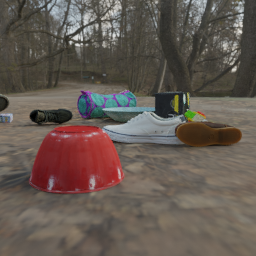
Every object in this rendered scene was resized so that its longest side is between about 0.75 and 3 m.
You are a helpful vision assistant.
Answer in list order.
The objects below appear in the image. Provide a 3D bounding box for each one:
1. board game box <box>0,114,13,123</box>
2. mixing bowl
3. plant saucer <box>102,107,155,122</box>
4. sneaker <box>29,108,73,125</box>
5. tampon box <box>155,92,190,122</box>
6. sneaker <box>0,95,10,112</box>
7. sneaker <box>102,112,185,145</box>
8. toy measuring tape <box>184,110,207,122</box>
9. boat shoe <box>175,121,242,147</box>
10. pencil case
[{"bbox_3d":[-4.691,-0.361,10.427,0.875,0.270,0.874,-4,8,-31],"label":"board game box"},{"bbox_3d":[-0.675,0.339,3.786,1.272,0.689,1.272,1,8,0],"label":"mixing bowl"},{"bbox_3d":[0.214,-0.526,10.926,2.434,0.469,2.434,0,7,0],"label":"plant saucer"},{"bbox_3d":[-2.603,-0.371,9.422,1.440,0.550,0.825,3,11,-7],"label":"sneaker"},{"bbox_3d":[1.519,-0.653,9.425,0.933,1.107,1.478,2,8,19],"label":"tampon box"},{"bbox_3d":[-6.141,-0.801,11.790,2.605,0.974,1.384,-18,23,-39],"label":"sneaker"},{"bbox_3d":[0.363,-0.039,6.442,1.976,0.699,0.722,1,8,10],"label":"sneaker"},{"bbox_3d":[2.201,-0.106,8.159,0.566,0.566,1.538,-4,25,-29],"label":"toy measuring tape"},{"bbox_3d":[1.673,0.117,6.063,1.481,0.521,0.521,6,12,-13],"label":"boat shoe"},{"bbox_3d":[-0.887,-1.070,12.270,2.563,1.184,1.091,-8,11,-40],"label":"pencil case"}]
